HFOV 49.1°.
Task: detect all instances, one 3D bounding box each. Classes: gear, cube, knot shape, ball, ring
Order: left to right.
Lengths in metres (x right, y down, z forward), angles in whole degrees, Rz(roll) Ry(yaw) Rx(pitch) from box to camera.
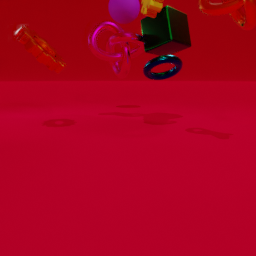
[{"bbox_3d":[-2.285,-2.083,7.461,0.267,1.441,1.441,-43,4,11],"label":"gear"},{"bbox_3d":[-0.446,-2.698,9.262,1.793,1.916,0.886,36,46,-6],"label":"knot shape"},{"bbox_3d":[-0.151,-4.706,10.937,1.215,1.215,1.215,0,10,0],"label":"ball"},{"bbox_3d":[0.744,-3.613,6.881,0.306,1.655,1.655,12,8,-13],"label":"gear"},{"bbox_3d":[0.974,-1.679,7.858,1.125,0.225,1.125,-8,-19,-3],"label":"ring"},{"bbox_3d":[1.163,-2.909,8.595,1.058,1.058,1.058,-11,-6,44],"label":"cube"},{"bbox_3d":[2.031,-2.625,5.146,0.662,1.340,1.432,-22,57,-32],"label":"knot shape"}]
